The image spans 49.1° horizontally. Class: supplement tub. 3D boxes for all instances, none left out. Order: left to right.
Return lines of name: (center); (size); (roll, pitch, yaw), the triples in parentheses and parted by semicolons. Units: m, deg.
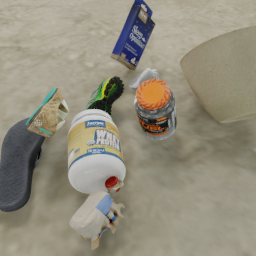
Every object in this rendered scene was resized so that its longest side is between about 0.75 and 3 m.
supplement tub: (-0.826, 0.542, 6.981); (1.327, 1.327, 1.834); (-7, 46, -7)
supplement tub: (0.761, -0.473, 7.579); (1.065, 1.738, 1.065); (-5, 61, 10)

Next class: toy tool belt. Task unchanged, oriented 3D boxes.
toy tool belt: (-0.516, 1.823, 6.058); (0.882, 0.868, 1.412); (2, 40, 46)

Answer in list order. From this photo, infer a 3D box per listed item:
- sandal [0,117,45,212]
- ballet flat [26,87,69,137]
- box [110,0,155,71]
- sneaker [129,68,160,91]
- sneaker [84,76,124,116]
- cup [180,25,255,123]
sandal: (-2.777, 0.831, 7.317); (1.096, 0.617, 2.882); (-4, 49, 8)
ballet flat: (-2.059, -0.408, 7.610); (0.790, 0.853, 2.419); (37, 22, -17)
box: (0.285, -3.339, 10.005); (0.372, 2.299, 1.392); (26, 7, 28)
sneaker: (0.697, -1.425, 8.898); (0.770, 0.702, 1.878); (55, 31, 2)
sneaker: (-0.877, -0.679, 8.606); (0.854, 0.782, 2.004); (-1, 51, 55)
cup: (3.142, -1.292, 8.111); (2.886, 2.886, 2.064); (-10, 83, -10)
